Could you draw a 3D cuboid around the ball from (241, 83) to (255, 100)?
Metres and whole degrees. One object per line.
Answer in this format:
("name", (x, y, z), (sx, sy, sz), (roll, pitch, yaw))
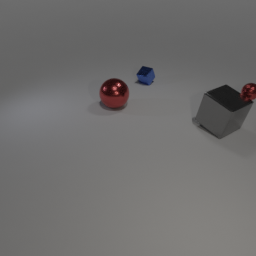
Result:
("ball", (4.905, -1.456, 11.217), (0.700, 0.700, 0.700), (0, 31, 0))

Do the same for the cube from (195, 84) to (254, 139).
("cube", (3.820, -0.683, 11.241), (1.400, 1.400, 1.400), (-22, 50, -31))

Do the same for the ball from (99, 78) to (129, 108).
("ball", (-0.634, -1.608, 13.003), (1.400, 1.400, 1.400), (0, 31, 0))

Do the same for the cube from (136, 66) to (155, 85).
("cube", (1.000, -2.910, 15.565), (0.700, 0.700, 0.700), (21, 66, 31))
